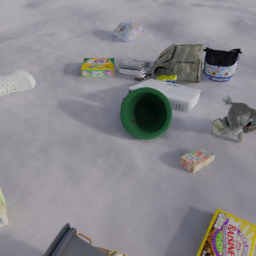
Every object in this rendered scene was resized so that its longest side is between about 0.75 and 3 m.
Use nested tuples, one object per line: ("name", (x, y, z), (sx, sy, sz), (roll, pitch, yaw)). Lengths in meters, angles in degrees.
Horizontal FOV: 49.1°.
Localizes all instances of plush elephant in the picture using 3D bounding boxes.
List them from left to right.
("plush elephant", (3.927, -0.141, 10.150), (1.482, 1.394, 1.800), (-19, 47, -9))

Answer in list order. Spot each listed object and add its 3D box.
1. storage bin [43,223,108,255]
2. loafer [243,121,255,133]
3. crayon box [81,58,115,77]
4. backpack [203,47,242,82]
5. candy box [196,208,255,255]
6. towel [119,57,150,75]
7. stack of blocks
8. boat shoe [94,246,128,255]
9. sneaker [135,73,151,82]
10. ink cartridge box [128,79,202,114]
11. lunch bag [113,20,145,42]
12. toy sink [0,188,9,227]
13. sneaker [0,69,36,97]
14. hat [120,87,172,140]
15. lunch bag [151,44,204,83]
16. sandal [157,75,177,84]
("storage bin", (-0.913, 2.982, 5.541), (1.325, 1.973, 1.436), (23, 41, 11))
("loafer", (5.002, -0.092, 10.848), (1.304, 0.410, 0.469), (-10, 7, -18))
("crayon box", (-1.563, -3.218, 14.837), (1.652, 0.482, 1.425), (0, 37, 0))
("backpack", (4.530, -3.105, 13.895), (1.902, 1.466, 1.812), (8, 34, 22))
("candy box", (2.319, 3.005, 6.700), (1.141, 0.295, 2.231), (22, 42, 23))
("towel", (0.368, -3.174, 14.357), (1.226, 0.634, 1.481), (10, 25, 21))
("stack of blocks", (2.319, 1.026, 9.330), (1.027, 0.301, 0.591), (-24, 43, -28))
("boat shoe", (-0.244, 3.073, 6.302), (1.890, 0.654, 0.697), (15, 39, 19))
("sneaker", (0.718, -2.573, 14.199), (0.851, 0.342, 0.367), (-15, 17, -16))
("ink cartridge box", (1.693, -1.471, 12.275), (2.603, 0.574, 2.652), (16, 23, 21))
("lunch bag", (0.062, -6.488, 18.755), (1.681, 1.069, 1.425), (-27, 44, -22))
("toy sink", (-3.577, 2.209, 7.360), (0.671, 0.780, 1.197), (-13, 38, -18))
("sneaker", (-5.616, -1.836, 12.689), (2.864, 1.116, 1.423), (-3, 43, 12))
("hat", (0.657, -0.439, 11.379), (1.959, 2.082, 2.365), (3, 74, -1))
("lunch bag", (2.507, -3.334, 14.245), (2.457, 1.445, 2.015), (5, 38, 17))
("sandal", (1.899, -2.322, 13.713), (1.039, 0.452, 0.413), (7, 50, 28))
